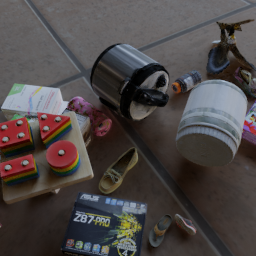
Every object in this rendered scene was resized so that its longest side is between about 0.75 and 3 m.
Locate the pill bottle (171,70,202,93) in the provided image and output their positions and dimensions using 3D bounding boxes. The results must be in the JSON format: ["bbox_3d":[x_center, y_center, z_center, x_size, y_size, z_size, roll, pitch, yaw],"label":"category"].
[{"bbox_3d":[2.550,-2.002,12.360,1.308,0.695,0.695,-29,59,-20],"label":"pill bottle"}]

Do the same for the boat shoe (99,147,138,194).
[{"bbox_3d":[-0.327,1.464,9.894,0.699,0.603,1.917,36,61,23],"label":"boat shoe"}]

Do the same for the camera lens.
[{"bbox_3d":[3.054,-0.232,10.177,2.151,2.151,2.689,17,57,12],"label":"camera lens"}]

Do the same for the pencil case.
[{"bbox_3d":[-1.575,-0.496,11.218,1.937,0.802,0.838,38,25,24],"label":"pencil case"}]

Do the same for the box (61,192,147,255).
[{"bbox_3d":[-0.666,3.122,8.713,2.335,0.573,1.882,9,52,7],"label":"box"}]

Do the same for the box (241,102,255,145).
[{"bbox_3d":[5.911,0.160,10.873,2.788,0.545,1.907,33,60,22],"label":"box"}]

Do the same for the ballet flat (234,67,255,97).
[{"bbox_3d":[5.387,-2.093,12.471,0.601,0.619,1.739,-20,57,-16],"label":"ballet flat"}]

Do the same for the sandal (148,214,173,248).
[{"bbox_3d":[1.041,3.193,8.815,0.478,0.319,1.170,34,61,22],"label":"sandal"}]

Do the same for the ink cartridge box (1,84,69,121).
[{"bbox_3d":[-3.628,-0.936,11.487,2.493,0.839,1.460,7,54,5],"label":"ink cartridge box"}]

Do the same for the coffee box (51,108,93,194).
[{"bbox_3d":[-2.352,0.764,9.877,1.031,1.460,2.583,21,56,15],"label":"coffee box"}]

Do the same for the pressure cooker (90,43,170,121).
[{"bbox_3d":[0.224,-1.681,10.956,2.508,2.548,2.852,-39,61,-24],"label":"pressure cooker"}]

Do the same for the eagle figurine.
[{"bbox_3d":[4.826,-3.667,13.188,2.130,2.118,2.807,-10,80,42],"label":"eagle figurine"}]

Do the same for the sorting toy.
[{"bbox_3d":[-2.643,0.595,8.521,2.570,0.900,2.586,-16,55,-11],"label":"sorting toy"}]

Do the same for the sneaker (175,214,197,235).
[{"bbox_3d":[1.864,3.066,8.989,0.822,0.317,0.337,41,37,25],"label":"sneaker"}]

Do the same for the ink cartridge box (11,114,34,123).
[{"bbox_3d":[-4.028,0.595,10.375,1.385,0.798,1.898,19,56,10],"label":"ink cartridge box"}]

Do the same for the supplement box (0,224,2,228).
[{"bbox_3d":[-4.612,3.148,8.729,0.654,0.515,0.999,35,61,22],"label":"supplement box"}]
